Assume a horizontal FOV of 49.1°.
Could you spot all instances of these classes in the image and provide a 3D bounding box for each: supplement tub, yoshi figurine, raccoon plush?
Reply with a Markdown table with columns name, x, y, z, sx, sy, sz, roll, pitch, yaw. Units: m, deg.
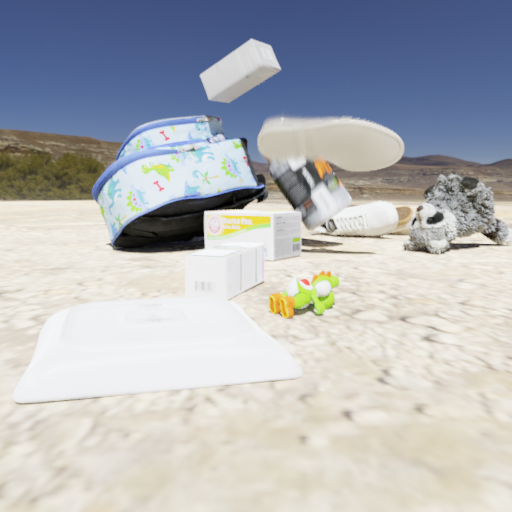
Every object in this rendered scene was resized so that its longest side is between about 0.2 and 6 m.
| name | x | y | z | sx | sy | sz | roll | pitch | yaw |
| --- | --- | --- | --- | --- | --- | --- | --- | --- | --- |
| supplement tub | 1.172 | -1.746 | 13.085 | 1.274 | 2.080 | 1.274 | -35 | -1 | -1 |
| yoshi figurine | 0.620 | 0.522 | 6.592 | 0.907 | 0.510 | 0.508 | -20 | -24 | -29 |
| raccoon plush | 4.700 | -0.460 | 12.615 | 2.945 | 1.973 | 1.425 | 31 | -16 | -12 |

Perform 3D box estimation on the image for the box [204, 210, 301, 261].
| name | x | y | z | sx | sy | sz | roll | pitch | yaw |
| --- | --- | --- | --- | --- | --- | --- | --- | --- | --- |
| box | -0.093 | -0.464 | 11.632 | 1.827 | 0.926 | 1.027 | 5 | 9 | 38 |

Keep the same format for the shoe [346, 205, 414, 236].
| name | x | y | z | sx | sy | sz | roll | pitch | yaw |
| --- | --- | --- | --- | --- | --- | --- | --- | --- | --- |
| shoe | 3.406 | -0.964 | 16.752 | 2.801 | 0.979 | 0.748 | 3 | -36 | 38 |

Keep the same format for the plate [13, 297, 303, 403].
| name | x | y | z | sx | sy | sz | roll | pitch | yaw |
| --- | --- | --- | --- | --- | --- | --- | --- | --- | --- |
| plate | -0.911 | 0.699 | 5.053 | 2.137 | 0.346 | 2.141 | -3 | 8 | -15 |

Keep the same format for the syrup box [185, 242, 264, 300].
| name | x | y | z | sx | sy | sz | roll | pitch | yaw |
| --- | --- | --- | --- | --- | --- | --- | --- | --- | --- |
| syrup box | -0.399 | 0.186 | 7.883 | 0.598 | 0.619 | 1.520 | 3 | 8 | 20 |

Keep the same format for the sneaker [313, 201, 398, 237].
| name | x | y | z | sx | sy | sz | roll | pitch | yaw |
| --- | --- | --- | --- | --- | --- | --- | --- | --- | --- |
| sneaker | 2.715 | -0.926 | 15.562 | 1.055 | 1.001 | 2.620 | -10 | 3 | -39 |

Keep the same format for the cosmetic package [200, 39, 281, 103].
| name | x | y | z | sx | sy | sz | roll | pitch | yaw |
| --- | --- | --- | --- | --- | --- | --- | --- | --- | --- |
| cosmetic package | -0.361 | -3.924 | 12.011 | 1.518 | 0.684 | 0.811 | -26 | -6 | 34 |

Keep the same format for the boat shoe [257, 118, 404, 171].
| name | x | y | z | sx | sy | sz | roll | pitch | yaw |
| --- | --- | --- | --- | --- | --- | --- | --- | --- | --- |
| boat shoe | 1.402 | -2.227 | 10.485 | 2.673 | 0.971 | 0.838 | 6 | 36 | 12 |

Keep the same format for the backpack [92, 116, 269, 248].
| name | x | y | z | sx | sy | sz | roll | pitch | yaw |
| --- | --- | --- | --- | --- | --- | --- | --- | --- | --- |
| backpack | -1.998 | -1.626 | 13.040 | 3.380 | 2.484 | 3.093 | -17 | -11 | -36 |
